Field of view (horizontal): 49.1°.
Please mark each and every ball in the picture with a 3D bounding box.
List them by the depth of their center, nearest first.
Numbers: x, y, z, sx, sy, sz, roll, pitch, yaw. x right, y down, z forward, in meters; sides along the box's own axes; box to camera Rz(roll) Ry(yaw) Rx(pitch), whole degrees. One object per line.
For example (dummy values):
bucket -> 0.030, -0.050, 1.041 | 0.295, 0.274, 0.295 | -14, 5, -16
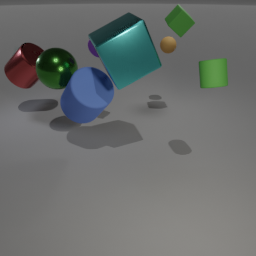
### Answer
ball -> -2.409, -2.009, 9.518 | 1.400, 1.400, 1.400 | 0, 27, 0
ball -> 1.726, -3.562, 12.027 | 0.700, 0.700, 0.700 | 0, 27, 0

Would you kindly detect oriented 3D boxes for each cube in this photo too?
cube -> -0.107, -2.195, 7.911 | 1.400, 1.400, 1.400 | -29, 34, 0
cube -> 1.849, -3.844, 10.052 | 0.700, 0.700, 0.700 | 32, 30, -29

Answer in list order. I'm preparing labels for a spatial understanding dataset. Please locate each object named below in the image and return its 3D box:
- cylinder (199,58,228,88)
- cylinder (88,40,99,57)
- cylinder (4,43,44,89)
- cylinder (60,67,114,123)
cylinder -> 2.223, -1.421, 7.302 | 0.700, 0.700, 0.700 | -6, 10, 1
cylinder -> -0.916, -2.914, 9.705 | 0.700, 0.700, 0.700 | 16, 46, 28
cylinder -> -4.208, -2.597, 11.770 | 1.400, 1.400, 1.400 | -33, 10, 32
cylinder -> -1.340, -1.022, 9.033 | 1.400, 1.400, 1.400 | -18, -10, -31
